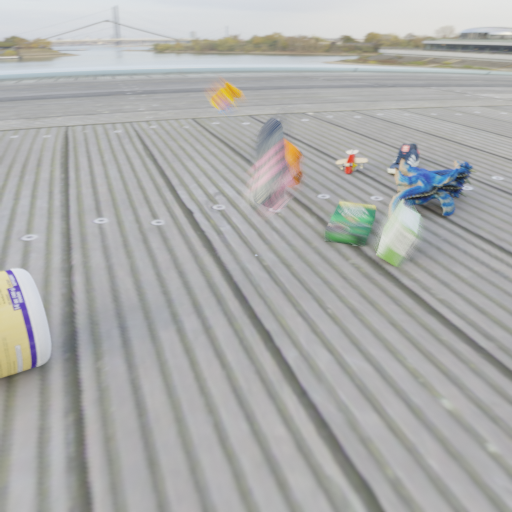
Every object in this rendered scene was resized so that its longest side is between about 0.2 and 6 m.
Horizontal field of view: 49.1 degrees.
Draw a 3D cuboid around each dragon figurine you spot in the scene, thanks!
[{"bbox_3d":[4.407,-1.665,13.955,1.895,1.122,3.812,9,25,20],"label":"dragon figurine"}]

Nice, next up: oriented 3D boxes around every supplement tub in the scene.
[{"bbox_3d":[-3.961,1.059,7.535,1.995,1.451,1.451,-15,28,-31],"label":"supplement tub"}]

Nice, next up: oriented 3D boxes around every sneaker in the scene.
[{"bbox_3d":[4.603,-3.065,17.460,0.703,0.792,1.875,12,27,25],"label":"sneaker"},{"bbox_3d":[0.378,-1.597,9.929,0.663,1.616,0.567,26,38,33],"label":"sneaker"}]

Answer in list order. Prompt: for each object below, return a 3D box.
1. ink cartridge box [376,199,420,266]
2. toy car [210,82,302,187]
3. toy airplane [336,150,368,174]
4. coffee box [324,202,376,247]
[{"bbox_3d":[2.983,-0.520,11.654,0.473,0.827,1.594,29,28,5],"label":"ink cartridge box"},{"bbox_3d":[-0.107,-2.873,14.339,2.990,1.467,0.995,44,70,9],"label":"toy car"},{"bbox_3d":[2.964,-2.897,17.377,0.795,0.563,0.798,-34,43,1],"label":"toy airplane"},{"bbox_3d":[2.148,-0.747,12.688,0.911,0.326,1.482,9,33,19],"label":"coffee box"}]
